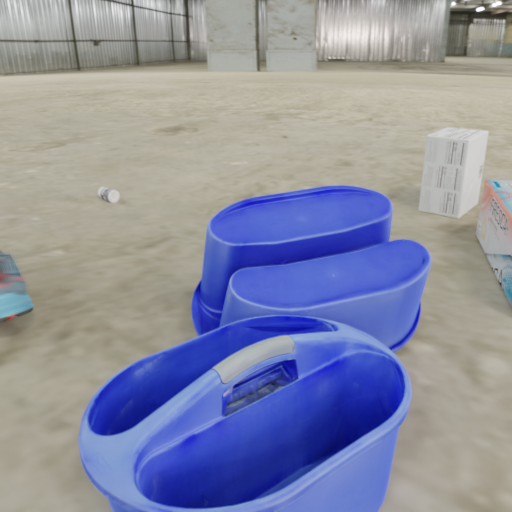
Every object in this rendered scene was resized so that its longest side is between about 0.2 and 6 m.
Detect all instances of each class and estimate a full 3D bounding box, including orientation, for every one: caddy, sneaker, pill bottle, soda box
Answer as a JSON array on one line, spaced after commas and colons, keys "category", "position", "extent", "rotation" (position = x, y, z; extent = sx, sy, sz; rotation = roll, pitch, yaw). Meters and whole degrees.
[{"category": "caddy", "position": [0.726, 0.397, 7.507], "extent": [3.214, 1.687, 2.272], "rotation": [-10, 47, -14]}, {"category": "sneaker", "position": [-3.966, 0.223, 8.165], "extent": [2.311, 1.104, 0.917], "rotation": [9, 21, 43]}, {"category": "pill bottle", "position": [-3.590, -1.491, 13.597], "extent": [0.313, 0.313, 0.551], "rotation": [-21, 31, -40]}, {"category": "caddy", "position": [-0.023, 1.482, 5.005], "extent": [3.018, 1.584, 2.134], "rotation": [-18, 30, -36]}, {"category": "soda box", "position": [4.670, -0.252, 9.506], "extent": [1.137, 1.223, 3.576], "rotation": [4, 23, 10]}]

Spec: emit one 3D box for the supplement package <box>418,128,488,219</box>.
[{"category": "supplement package", "position": [4.492, -1.929, 12.778], "extent": [0.970, 1.750, 1.363], "rotation": [17, 28, 34]}]
